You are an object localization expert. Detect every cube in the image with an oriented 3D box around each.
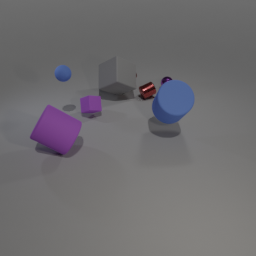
[{"bbox_3d":[-0.545,-2.636,14.415,1.400,1.400,1.400,-14,-19,42],"label":"cube"},{"bbox_3d":[-1.715,-1.083,12.960,0.700,0.700,0.700,-1,-6,-45],"label":"cube"}]

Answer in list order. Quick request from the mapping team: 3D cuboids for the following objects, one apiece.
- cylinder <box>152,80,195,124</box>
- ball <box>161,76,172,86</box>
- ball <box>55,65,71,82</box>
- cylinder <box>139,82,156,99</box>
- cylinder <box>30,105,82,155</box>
[{"bbox_3d":[1.734,-0.990,11.008,1.400,1.400,1.400,-3,-12,-5],"label":"cylinder"},{"bbox_3d":[2.195,-2.544,15.752,0.700,0.700,0.700,0,31,0],"label":"ball"},{"bbox_3d":[-2.756,-2.313,11.884,0.700,0.700,0.700,0,31,0],"label":"ball"},{"bbox_3d":[1.026,-1.985,14.759,0.700,0.700,0.700,-26,36,-9],"label":"cylinder"},{"bbox_3d":[-2.640,0.067,10.304,1.400,1.400,1.400,29,25,-18],"label":"cylinder"}]
